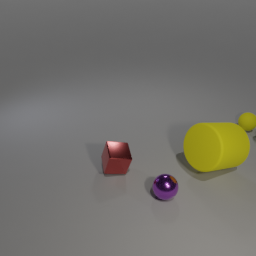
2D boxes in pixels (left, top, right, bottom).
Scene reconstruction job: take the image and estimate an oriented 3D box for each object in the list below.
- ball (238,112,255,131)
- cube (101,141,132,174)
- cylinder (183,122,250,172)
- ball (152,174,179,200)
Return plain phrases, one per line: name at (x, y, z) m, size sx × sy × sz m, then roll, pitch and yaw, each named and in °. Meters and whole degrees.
ball at (4.623, -0.249, 10.806) m, size 0.700 × 0.700 × 0.700 m, roll 0°, pitch 29°, yaw 0°
cube at (-0.354, 0.900, 8.434) m, size 0.700 × 0.700 × 0.700 m, roll 5°, pitch 41°, yaw -20°
cylinder at (2.627, 0.538, 8.354) m, size 1.400 × 1.400 × 1.400 m, roll -1°, pitch 25°, yaw -37°
ball at (1.011, 1.587, 7.560) m, size 0.700 × 0.700 × 0.700 m, roll 0°, pitch 29°, yaw 0°
